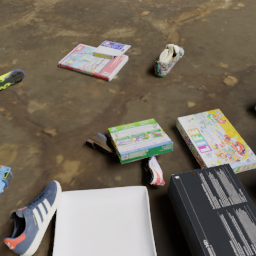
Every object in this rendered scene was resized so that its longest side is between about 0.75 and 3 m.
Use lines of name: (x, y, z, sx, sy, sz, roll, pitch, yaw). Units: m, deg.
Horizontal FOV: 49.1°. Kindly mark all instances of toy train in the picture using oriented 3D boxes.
toy train: (-4.199, 1.773, 8.703, 0.787, 0.597, 1.378, 12, 47, 3)

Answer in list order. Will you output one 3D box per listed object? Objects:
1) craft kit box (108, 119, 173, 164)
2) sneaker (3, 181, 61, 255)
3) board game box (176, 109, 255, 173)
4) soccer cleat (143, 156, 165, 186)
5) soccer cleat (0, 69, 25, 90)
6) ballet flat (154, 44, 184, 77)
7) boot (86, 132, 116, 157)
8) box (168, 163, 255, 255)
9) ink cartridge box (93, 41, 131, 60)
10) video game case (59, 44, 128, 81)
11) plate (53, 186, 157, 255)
craft kit box: (0.375, 0.393, 9.815, 1.827, 0.443, 1.805, -12, 34, -11)
sneaker: (-2.636, 2.296, 7.775, 0.838, 0.944, 2.235, -30, 31, 36)
board game box: (3.079, 0.492, 9.987, 1.773, 0.451, 2.638, -13, 48, -12)
soccer cleat: (0.849, 1.328, 9.268, 0.526, 0.490, 1.438, 24, 31, -22)
soccer cleat: (-5.499, -2.119, 12.543, 1.795, 0.580, 0.751, -27, 24, -19)
ballet flat: (2.018, -3.486, 13.449, 0.944, 0.944, 2.625, 21, 50, 19)
boot: (-0.837, 0.553, 9.931, 1.271, 0.475, 0.616, 24, 53, 24)
box: (2.435, 2.453, 7.707, 1.886, 1.054, 2.673, -8, 47, -12)
ink cartridge box: (-0.444, -2.218, 8.060, 0.854, 0.201, 0.844, 17, 40, 14)
video game case: (-1.664, -3.275, 13.743, 2.808, 0.245, 2.008, 18, 49, 17)
plate: (-0.651, 2.913, 7.694, 2.675, 0.432, 2.669, -4, 47, -3)
